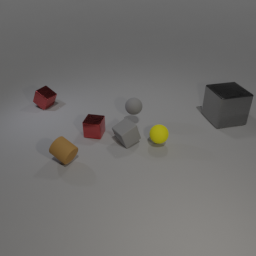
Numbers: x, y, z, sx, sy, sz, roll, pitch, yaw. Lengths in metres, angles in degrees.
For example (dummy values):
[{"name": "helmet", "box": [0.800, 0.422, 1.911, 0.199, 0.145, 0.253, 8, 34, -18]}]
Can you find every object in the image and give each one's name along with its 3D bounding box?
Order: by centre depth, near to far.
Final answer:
[{"name": "cylinder", "box": [-2.156, 0.749, 9.405, 0.700, 0.700, 0.700, 35, 42, 13]}, {"name": "ball", "box": [1.133, 0.222, 10.230, 0.700, 0.700, 0.700, 0, 32, 0]}, {"name": "cube", "box": [-0.057, 0.186, 10.375, 0.700, 0.700, 0.700, -35, 42, -16]}, {"name": "cube", "box": [-1.316, -0.059, 10.939, 0.700, 0.700, 0.700, 6, 33, 10]}, {"name": "ball", "box": [0.231, -0.876, 11.269, 0.700, 0.700, 0.700, 0, 32, 0]}, {"name": "cube", "box": [4.105, -0.979, 11.740, 1.400, 1.400, 1.400, -7, 33, -12]}, {"name": "cube", "box": [-3.807, -1.386, 12.845, 0.700, 0.700, 0.700, 37, 41, 7]}]
